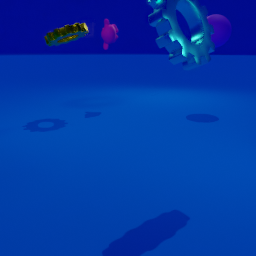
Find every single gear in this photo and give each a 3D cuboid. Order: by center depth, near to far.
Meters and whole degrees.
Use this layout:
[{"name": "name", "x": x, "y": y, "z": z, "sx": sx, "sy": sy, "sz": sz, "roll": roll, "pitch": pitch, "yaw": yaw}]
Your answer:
[{"name": "gear", "x": 0.873, "y": -1.597, "z": 4.357, "sx": 1.352, "sy": 1.352, "sz": 0.250, "roll": -16, "pitch": 1, "yaw": -43}, {"name": "gear", "x": -2.140, "y": -3.247, "z": 9.766, "sx": 1.506, "sy": 0.279, "sz": 1.506, "roll": -18, "pitch": 9, "yaw": 3}]

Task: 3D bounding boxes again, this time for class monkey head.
[{"name": "monkey head", "x": -0.839, "y": -3.776, "z": 11.207, "sx": 0.843, "sy": 1.171, "sz": 0.706, "roll": 22, "pitch": 33, "yaw": 29}]

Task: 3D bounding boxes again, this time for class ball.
[{"name": "ball", "x": 3.305, "y": -3.684, "z": 10.671, "sx": 1.198, "sy": 1.198, "sz": 1.198, "roll": 0, "pitch": 16, "yaw": 0}]
